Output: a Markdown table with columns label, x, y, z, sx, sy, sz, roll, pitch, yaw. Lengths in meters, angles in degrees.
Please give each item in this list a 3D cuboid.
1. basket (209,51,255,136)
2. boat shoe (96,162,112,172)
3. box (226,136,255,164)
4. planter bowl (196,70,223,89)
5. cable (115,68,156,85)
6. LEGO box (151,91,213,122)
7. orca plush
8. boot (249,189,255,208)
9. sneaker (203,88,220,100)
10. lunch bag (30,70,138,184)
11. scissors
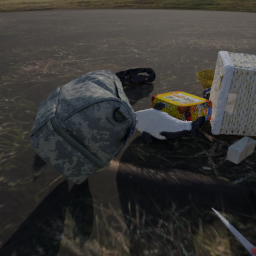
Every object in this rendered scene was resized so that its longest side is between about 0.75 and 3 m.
| label | x | y | z | sx | sy | sz | roll | pitch | yaw |
| --- | --- | --- | --- | --- | --- | --- | --- | --- | --- |
| basket | 4.215 | -1.290 | 10.334 | 2.073 | 2.555 | 2.578 | 7 | 28 | 8 |
| boat shoe | -0.950 | 1.046 | 8.105 | 0.997 | 0.314 | 0.364 | -11 | 26 | 30 |
| box | 3.602 | 0.693 | 8.906 | 1.024 | 0.486 | 0.398 | -24 | 38 | -34 |
| planter bowl | 4.299 | -2.224 | 13.832 | 1.891 | 0.788 | 1.891 | 1 | 29 | 0 |
| cable | 0.419 | -2.840 | 15.311 | 2.293 | 0.582 | 1.871 | -18 | 29 | -25 |
| LEGO box | 2.060 | -0.817 | 11.044 | 1.474 | 0.764 | 1.979 | -13 | 24 | -25 |
| orca plush | 1.425 | -0.126 | 9.824 | 2.745 | 1.444 | 0.976 | -8 | -21 | 36 |
| boot | 3.657 | 1.876 | 6.744 | 0.986 | 0.496 | 1.319 | -2 | 29 | -3 |
| sneaker | 4.345 | -1.697 | 13.060 | 1.753 | 0.615 | 0.719 | -3 | 32 | -7 |
| lunch bag | -1.050 | -0.285 | 7.625 | 2.428 | 2.017 | 2.895 | -40 | 25 | 12 |
| scissors | 2.592 | 2.637 | 5.527 | 1.034 | 0.197 | 2.827 | -24 | 42 | -34 |
